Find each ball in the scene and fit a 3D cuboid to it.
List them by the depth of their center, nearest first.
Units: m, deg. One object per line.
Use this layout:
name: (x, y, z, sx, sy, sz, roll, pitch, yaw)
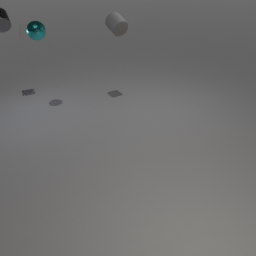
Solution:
ball: (-3.398, -3.603, 10.373, 0.700, 0.700, 0.700, 0, 31, 0)

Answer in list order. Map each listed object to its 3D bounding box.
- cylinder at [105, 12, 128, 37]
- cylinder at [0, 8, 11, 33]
cylinder: (-0.455, -4.182, 11.292, 0.700, 0.700, 0.700, -20, 59, -29)
cylinder: (-5.166, -4.363, 11.324, 0.700, 0.700, 0.700, -16, 62, -25)
